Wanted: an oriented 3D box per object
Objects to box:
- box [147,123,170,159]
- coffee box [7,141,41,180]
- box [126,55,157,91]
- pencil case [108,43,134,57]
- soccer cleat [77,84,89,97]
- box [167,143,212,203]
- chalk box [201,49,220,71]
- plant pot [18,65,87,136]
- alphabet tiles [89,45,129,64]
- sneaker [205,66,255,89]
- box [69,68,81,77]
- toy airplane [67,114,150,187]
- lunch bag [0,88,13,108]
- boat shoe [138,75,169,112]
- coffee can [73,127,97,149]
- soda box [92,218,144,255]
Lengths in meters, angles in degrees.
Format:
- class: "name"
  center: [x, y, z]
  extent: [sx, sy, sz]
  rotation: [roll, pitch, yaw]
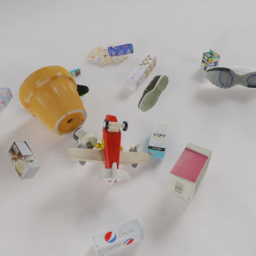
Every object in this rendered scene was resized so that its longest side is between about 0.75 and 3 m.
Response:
- class: "box"
  center: [1.202, 0.464, 10.941]
  extent: [0.653, 0.390, 1.587]
  rotation: [9, 42, 10]
- class: "coffee box"
  center: [-2.766, 0.844, 7.411]
  extent: [0.907, 0.519, 0.362]
  rotation: [52, 25, 22]
- class: "box"
  center: [0.761, -2.971, 14.788]
  extent: [0.566, 0.606, 2.924]
  rotation: [17, 43, 19]
- class: "pencil case"
  center: [-0.309, -3.366, 12.040]
  extent: [1.144, 0.497, 0.446]
  rotation: [-14, 66, -19]
- class: "soccer cleat"
  center: [-3.051, -1.896, 13.237]
  extent: [2.390, 0.969, 0.807]
  rotation: [-3, 41, -3]
- class: "box"
  center: [2.045, 1.444, 9.309]
  extent: [0.877, 1.030, 1.610]
  rotation: [21, 45, 23]
- class: "chalk box"
  center: [4.509, -3.728, 15.244]
  extent: [0.699, 1.128, 0.704]
  rotation: [-11, 42, -13]
- class: "plant pot"
  center: [-2.840, -0.934, 11.353]
  extent: [2.356, 2.356, 2.157]
  rotation: [-27, 63, -27]
- class: "alphabet tiles"
  center: [-1.160, -4.390, 16.754]
  extent: [2.281, 0.166, 2.231]
  rotation: [23, 45, 24]
- class: "sneaker"
  center: [5.323, -2.664, 14.267]
  extent: [2.953, 1.100, 1.286]
  rotation: [6, 31, -4]
- class: "box"
  center: [-2.907, -2.888, 14.888]
  extent: [0.799, 0.329, 0.196]
  rotation: [-28, 49, -28]
- class: "toy airplane"
  center: [-0.628, 0.937, 9.770]
  extent: [2.263, 1.597, 2.254]
  rotation: [47, 64, -2]
- class: "lunch bag"
  center: [-6.028, -1.395, 12.906]
  extent: [1.066, 0.677, 0.904]
  rotation: [-6, 38, 8]
- class: "boat shoe"
  center: [0.688, -1.030, 8.282]
  extent: [0.398, 0.471, 1.322]
  rotation: [22, 69, 48]
- class: "coffee can"
  center: [-1.659, 0.405, 10.858]
  extent: [0.582, 0.582, 0.795]
  rotation: [-33, 50, -32]
- class: "soda box"
  center: [-0.271, 3.078, 7.867]
  extent: [1.403, 0.446, 0.478]
  rotation: [-16, 43, -18]
